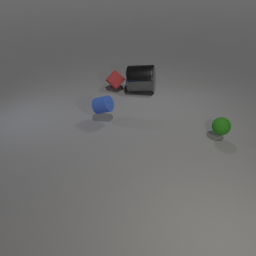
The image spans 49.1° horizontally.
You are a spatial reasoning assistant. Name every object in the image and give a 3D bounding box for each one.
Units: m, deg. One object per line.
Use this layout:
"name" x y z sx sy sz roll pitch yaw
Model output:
"cylinder" -1.059 -0.983 11.868 0.700 0.700 0.700 -9 24 29
"cylinder" 0.692 -2.579 14.677 1.400 1.400 1.400 0 30 11
"cube" -0.686 -2.586 15.005 0.700 0.700 0.700 -48 14 -2
"ball" 3.565 -0.067 10.692 0.700 0.700 0.700 0 31 0
